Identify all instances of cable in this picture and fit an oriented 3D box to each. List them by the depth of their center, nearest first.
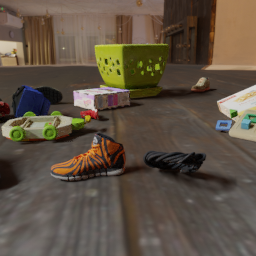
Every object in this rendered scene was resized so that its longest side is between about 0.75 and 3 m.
[{"bbox_3d":[0.816,0.555,5.016,1.031,0.321,1.264,12,-15,-3],"label":"cable"}]

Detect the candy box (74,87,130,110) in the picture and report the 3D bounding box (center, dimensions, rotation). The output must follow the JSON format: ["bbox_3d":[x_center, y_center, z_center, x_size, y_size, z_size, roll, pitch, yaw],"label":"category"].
[{"bbox_3d":[-1.109,-1.272,11.917,1.871,0.669,1.570,-13,20,-39],"label":"candy box"}]

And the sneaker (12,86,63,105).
[{"bbox_3d":[-3.972,-1.472,12.542,2.116,0.801,0.926,-1,10,-4],"label":"sneaker"}]

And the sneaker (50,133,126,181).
[{"bbox_3d":[-0.755,0.503,5.330,1.437,0.805,0.557,-5,16,-18],"label":"sneaker"}]

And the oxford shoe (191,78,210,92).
[{"bbox_3d":[4.206,-2.539,16.299,0.721,0.752,2.037,9,18,30],"label":"oxford shoe"}]

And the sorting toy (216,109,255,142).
[{"bbox_3d":[3.574,-0.136,7.684,2.255,0.307,1.270,13,44,39],"label":"sorting toy"}]

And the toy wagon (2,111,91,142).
[{"bbox_3d":[-2.249,-0.060,7.994,2.379,0.471,1.846,-2,16,-8],"label":"toy wagon"}]

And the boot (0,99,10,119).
[{"bbox_3d":[-4.882,-0.523,8.781,2.009,1.009,2.785,-2,12,-11],"label":"boot"}]

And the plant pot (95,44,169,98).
[{"bbox_3d":[0.145,-2.964,14.403,2.867,2.601,2.853,-10,19,-31],"label":"plant pot"}]

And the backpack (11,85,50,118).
[{"bbox_3d":[-3.349,-0.797,9.571,1.149,1.113,1.369,24,1,-32],"label":"backpack"}]

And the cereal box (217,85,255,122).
[{"bbox_3d":[4.346,-0.843,9.585,1.850,0.508,2.571,-23,15,6],"label":"cereal box"}]

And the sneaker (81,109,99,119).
[{"bbox_3d":[-1.333,-0.432,9.691,0.549,0.373,0.951,-13,6,-14],"label":"sneaker"}]
